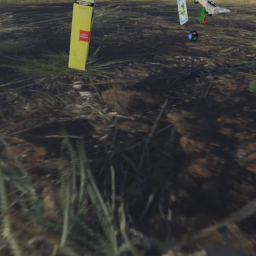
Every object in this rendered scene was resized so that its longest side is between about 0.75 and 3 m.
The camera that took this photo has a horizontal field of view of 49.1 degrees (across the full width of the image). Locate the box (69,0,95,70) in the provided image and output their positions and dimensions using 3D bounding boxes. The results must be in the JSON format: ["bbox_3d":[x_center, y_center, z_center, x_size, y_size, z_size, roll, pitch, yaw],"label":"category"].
[{"bbox_3d":[-1.432,-2.980,8.674,0.570,2.276,0.857,10,44,-9],"label":"box"}]

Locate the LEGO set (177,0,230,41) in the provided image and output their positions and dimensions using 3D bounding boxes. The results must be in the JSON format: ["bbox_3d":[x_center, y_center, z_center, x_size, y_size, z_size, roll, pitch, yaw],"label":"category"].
[{"bbox_3d":[1.238,-2.393,4.953,0.379,1.542,1.152,-11,6,-13],"label":"LEGO set"}]
